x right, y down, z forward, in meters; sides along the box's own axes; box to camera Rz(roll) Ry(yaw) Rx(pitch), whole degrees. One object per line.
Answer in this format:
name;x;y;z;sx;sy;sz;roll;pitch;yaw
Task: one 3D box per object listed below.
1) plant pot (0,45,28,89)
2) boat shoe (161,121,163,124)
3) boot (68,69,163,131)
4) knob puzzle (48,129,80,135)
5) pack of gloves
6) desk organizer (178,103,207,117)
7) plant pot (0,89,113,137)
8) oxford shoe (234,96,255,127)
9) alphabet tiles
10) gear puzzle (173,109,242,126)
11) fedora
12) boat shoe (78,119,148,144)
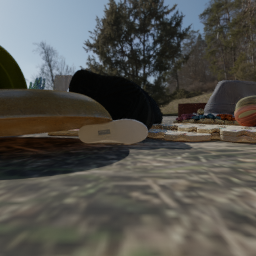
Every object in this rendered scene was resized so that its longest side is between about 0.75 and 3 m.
plant pot;-4.732;-1.008;8.244;2.420;2.513;2.513;-12;-1;18
boat shoe;0.814;-0.373;12.003;1.429;0.445;0.533;18;3;21
boot;0.170;-0.433;6.351;2.210;1.004;2.630;16;10;-45
knob puzzle;-0.885;-0.043;6.461;2.274;0.315;2.274;0;3;0
pack of gloves;-2.686;-0.838;9.177;1.603;1.908;0.376;2;-24;19
desk organizer;3.340;-0.632;12.155;2.354;0.906;0.844;3;4;44
plant pot;-1.659;-0.153;4.074;2.850;0.392;2.850;-6;-3;0
oxford shoe;3.224;-0.581;6.456;2.708;1.000;0.959;1;-16;-42
alphabet tiles;1.708;0.044;5.747;2.877;0.215;2.942;-2;4;-26
gear puzzle;2.794;-0.238;8.017;2.814;0.369;1.457;4;-3;-29
fedora;3.616;-0.849;9.312;2.925;1.321;2.587;7;0;-45
boat shoe;-0.210;0.076;4.241;1.041;0.375;0.357;-9;2;10
